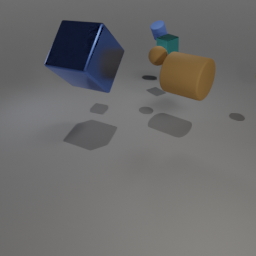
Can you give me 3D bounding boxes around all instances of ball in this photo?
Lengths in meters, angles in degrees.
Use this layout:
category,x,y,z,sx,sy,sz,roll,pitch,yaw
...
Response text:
category,x,y,z,sx,sy,sz,roll,pitch,yaw
ball,1.098,-2.627,10.215,0.700,0.700,0.700,0,31,0

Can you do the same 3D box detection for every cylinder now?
category,x,y,z,sx,sy,sz,roll,pitch,yaw
cylinder,2.006,-1.755,9.437,1.400,1.400,1.400,21,37,32
cylinder,1.536,-4.805,13.836,0.700,0.700,0.700,-14,48,16

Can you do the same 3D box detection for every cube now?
category,x,y,z,sx,sy,sz,roll,pitch,yaw
cube,1.735,-3.640,12.271,0.700,0.700,0.700,-25,40,-25
cube,-1.165,-1.972,7.835,1.400,1.400,1.400,15,-9,27
